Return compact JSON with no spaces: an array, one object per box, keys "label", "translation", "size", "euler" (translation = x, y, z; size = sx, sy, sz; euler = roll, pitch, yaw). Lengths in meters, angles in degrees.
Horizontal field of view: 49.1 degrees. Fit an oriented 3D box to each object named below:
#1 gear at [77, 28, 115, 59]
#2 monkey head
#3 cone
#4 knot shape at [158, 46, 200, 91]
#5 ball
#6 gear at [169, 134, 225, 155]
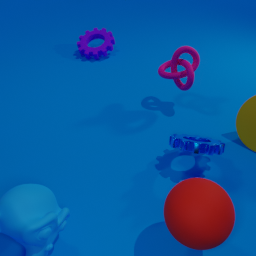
[{"label":"gear","translation":[-1.196,-3.173,10.467],"size":[1.385,0.256,1.385],"euler":[-4,59,6]},{"label":"monkey head","translation":[-1.576,1.525,4.378],"size":[1.038,1.239,1.722],"euler":[21,2,19]},{"label":"cone","translation":[3.602,-0.146,6.901],"size":[1.428,1.428,1.433],"euler":[31,22,32]},{"label":"knot shape","translation":[1.445,-1.655,7.490],"size":[1.144,1.070,0.529],"euler":[39,13,26]},{"label":"ball","translation":[1.085,1.307,4.324],"size":[1.062,1.062,1.062],"euler":[0,39,0]},{"label":"gear","translation":[1.477,0.340,6.052],"size":[1.146,0.212,1.146],"euler":[6,8,-1]}]
